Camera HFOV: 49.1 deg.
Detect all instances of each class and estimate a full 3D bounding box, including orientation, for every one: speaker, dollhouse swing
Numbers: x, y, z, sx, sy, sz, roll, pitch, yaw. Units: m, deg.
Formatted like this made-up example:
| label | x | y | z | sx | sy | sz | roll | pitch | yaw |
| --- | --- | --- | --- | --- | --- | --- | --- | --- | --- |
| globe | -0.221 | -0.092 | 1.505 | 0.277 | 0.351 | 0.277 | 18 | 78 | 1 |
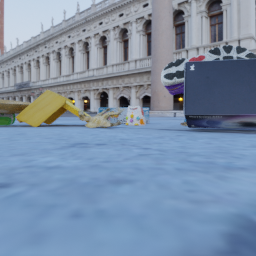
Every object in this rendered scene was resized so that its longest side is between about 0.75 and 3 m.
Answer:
| label | x | y | z | sx | sy | sz | roll | pitch | yaw |
| --- | --- | --- | --- | --- | --- | --- | --- | --- | --- |
| speaker | -4.899 | -0.374 | 10.244 | 0.625 | 0.625 | 1.412 | 2 | 3 | 36 |
| dollhouse swing | -2.498 | -0.268 | 10.306 | 1.985 | 1.920 | 2.184 | -42 | 6 | -2 |

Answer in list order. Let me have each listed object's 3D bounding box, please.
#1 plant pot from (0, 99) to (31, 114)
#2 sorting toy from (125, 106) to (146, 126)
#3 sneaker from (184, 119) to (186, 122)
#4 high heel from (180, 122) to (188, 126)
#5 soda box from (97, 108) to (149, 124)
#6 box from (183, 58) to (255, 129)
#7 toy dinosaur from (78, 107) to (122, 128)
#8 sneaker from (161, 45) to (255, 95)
| label | x | y | z | sx | sy | sz | roll | pitch | yaw |
| --- | --- | --- | --- | --- | --- | --- | --- | --- | --- |
| plant pot | -4.764 | -0.806 | 9.938 | 2.807 | 0.386 | 2.807 | 6 | 5 | -1 |
| sorting toy | 0.221 | -0.472 | 10.682 | 0.836 | 0.753 | 0.447 | 1 | 3 | 34 |
| sneaker | 2.831 | -0.428 | 11.537 | 1.435 | 0.588 | 0.526 | -3 | 4 | -39 |
| high heel | 2.211 | -0.344 | 10.106 | 0.771 | 0.550 | 0.275 | -1 | 3 | -21 |
| soda box | -0.215 | -0.568 | 12.829 | 2.332 | 0.741 | 0.798 | -1 | 3 | -10 |
| box | 2.516 | -0.723 | 6.959 | 2.163 | 1.333 | 2.145 | 1 | -9 | 15 |
| toy dinosaur | -0.729 | -0.200 | 8.737 | 1.146 | 0.660 | 2.266 | -22 | 22 | -31 |
| sneaker | 2.441 | -1.625 | 8.437 | 2.810 | 1.133 | 1.172 | -6 | -34 | 22 |
